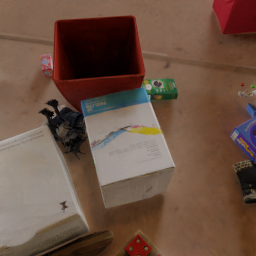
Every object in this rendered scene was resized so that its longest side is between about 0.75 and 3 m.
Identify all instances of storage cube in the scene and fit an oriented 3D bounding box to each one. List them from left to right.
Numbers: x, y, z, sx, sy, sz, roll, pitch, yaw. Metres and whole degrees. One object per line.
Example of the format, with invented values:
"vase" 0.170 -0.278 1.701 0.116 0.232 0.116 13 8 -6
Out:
"storage cube" 5.298 -5.827 12.592 2.474 2.224 2.115 -6 59 -2

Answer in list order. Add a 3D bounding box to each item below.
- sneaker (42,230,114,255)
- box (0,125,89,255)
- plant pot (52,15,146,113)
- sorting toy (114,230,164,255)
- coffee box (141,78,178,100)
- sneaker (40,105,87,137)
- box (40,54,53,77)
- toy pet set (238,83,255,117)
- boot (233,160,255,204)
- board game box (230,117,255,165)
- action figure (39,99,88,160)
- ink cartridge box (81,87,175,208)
"sneaker" -1.518 3.707 7.728 2.601 0.916 0.982 -20 80 -9
"box" -3.042 2.002 7.964 2.967 1.949 2.982 -21 61 -12
"plant pot" -1.008 -2.030 10.115 2.832 2.495 2.829 -5 59 -4
"sorting toy" 0.317 3.910 7.626 1.602 0.558 1.593 -40 67 -22
"coffee box" 1.091 -1.498 10.928 1.590 0.350 0.978 -4 46 -4
"sneaker" -2.251 0.085 9.866 1.352 0.711 1.871 23 60 16
"box" -3.374 -2.614 11.671 0.423 0.441 0.886 -12 60 -7
"toy pet set" 4.733 -1.049 10.704 1.245 0.661 1.162 2 50 -36
"boot" 4.362 1.631 8.983 1.763 0.636 1.332 -9 57 -6
"board game box" 5.285 0.232 9.839 2.677 0.599 1.800 -26 62 -15
"action figure" -2.226 0.178 9.307 2.131 1.266 1.087 57 31 4
"ink cartridge box" -0.082 0.630 8.718 2.082 2.091 2.851 -13 59 -8
